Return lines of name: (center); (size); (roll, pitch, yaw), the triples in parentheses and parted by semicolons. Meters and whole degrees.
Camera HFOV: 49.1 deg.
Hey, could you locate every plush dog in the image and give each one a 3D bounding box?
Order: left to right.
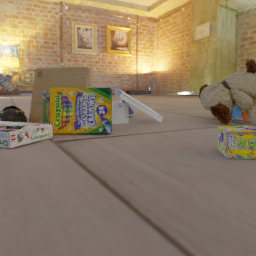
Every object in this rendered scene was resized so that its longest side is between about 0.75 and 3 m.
plush dog: (4.391, -1.461, 12.091); (2.524, 2.357, 2.938); (-21, 33, 5)

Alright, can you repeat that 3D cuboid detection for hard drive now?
hard drive: (0.435, -1.011, 12.199); (2.113, 0.282, 1.393); (29, 8, -18)

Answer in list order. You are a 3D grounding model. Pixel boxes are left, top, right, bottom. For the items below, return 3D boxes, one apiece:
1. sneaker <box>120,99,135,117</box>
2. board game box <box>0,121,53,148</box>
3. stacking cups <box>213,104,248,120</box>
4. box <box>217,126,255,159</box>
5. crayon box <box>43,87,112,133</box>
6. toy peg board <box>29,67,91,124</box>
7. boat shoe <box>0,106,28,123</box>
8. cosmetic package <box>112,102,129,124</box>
sneaker: (-0.152, -1.090, 14.711); (0.670, 0.958, 1.658); (-3, 9, -13)
board game box: (-3.820, 0.134, 8.388); (2.598, 0.450, 1.640); (3, 10, 26)
stacking cups: (5.361, -0.710, 13.278); (0.875, 0.875, 2.892); (-6, 16, -34)
box: (2.733, 0.326, 6.679); (0.990, 0.627, 1.028); (0, 8, 6)
crayon box: (-1.748, -0.576, 9.429); (2.399, 1.508, 0.619); (-1, 0, -1)
toy peg board: (-2.424, -1.049, 10.847); (2.326, 2.316, 1.138); (3, -6, 20)
boat shoe: (-4.434, -0.445, 10.874); (1.007, 0.850, 2.824); (-3, 9, -21)
cosmetic package: (-0.642, -0.656, 12.119); (1.071, 0.896, 0.890); (-5, 10, -29)
